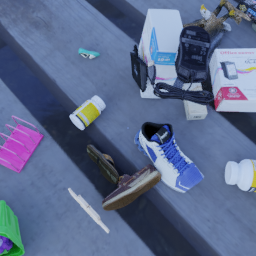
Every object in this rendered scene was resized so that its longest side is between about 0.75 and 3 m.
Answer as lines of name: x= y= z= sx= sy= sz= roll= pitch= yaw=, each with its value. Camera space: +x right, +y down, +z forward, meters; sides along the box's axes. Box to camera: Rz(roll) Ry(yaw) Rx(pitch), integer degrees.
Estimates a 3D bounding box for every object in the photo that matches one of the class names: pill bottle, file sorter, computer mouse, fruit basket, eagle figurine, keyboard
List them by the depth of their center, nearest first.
fruit basket: x=-4.626 y=3.860 z=8.202 sx=2.967 sy=2.140 sz=2.967 roll=-2 pitch=47 yaw=2
computer mouse: x=1.535 y=-1.930 z=8.538 sx=1.956 sy=0.641 sz=2.785 roll=6 pitch=68 yaw=-5
pill bottle: x=4.424 y=1.661 z=9.629 sx=1.940 sy=1.087 sz=1.087 roll=7 pitch=65 yaw=4
file sorter: x=-4.122 y=0.553 z=10.193 sx=1.144 sy=1.033 sz=1.647 roll=23 pitch=66 yaw=10
keyboard: x=0.402 y=-2.395 z=10.694 sx=0.317 sy=1.484 sz=2.472 roll=-9 pitch=25 yaw=-5
pill bottle: x=-1.546 y=-0.618 z=10.912 sx=0.755 sy=0.755 sz=1.322 roll=40 pitch=71 yaw=17
eagle figurine: x=3.362 y=-4.496 z=12.422 sx=2.970 sy=2.241 sz=2.253 roll=-38 pitch=22 yaw=14

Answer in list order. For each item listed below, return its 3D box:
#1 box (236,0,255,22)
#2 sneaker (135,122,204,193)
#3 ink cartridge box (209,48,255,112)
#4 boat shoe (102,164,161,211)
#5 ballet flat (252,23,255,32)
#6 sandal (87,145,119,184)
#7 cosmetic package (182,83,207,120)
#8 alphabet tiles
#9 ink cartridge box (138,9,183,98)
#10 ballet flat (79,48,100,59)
box: x=6.426 y=-5.559 z=13.192 sx=1.992 sy=0.495 sz=1.977 roll=43 pitch=55 yaw=17
sneaker: x=1.312 y=0.846 z=9.686 sx=1.185 sy=1.694 sz=2.932 roll=-38 pitch=70 yaw=-15
ink cartridge box: x=4.428 y=-1.952 z=11.385 sx=1.828 sy=1.061 sz=2.477 roll=0 pitch=66 yaw=0
boat shoe: x=0.027 y=1.995 z=9.695 sx=2.291 sy=0.826 sz=0.825 roll=-31 pitch=56 yaw=-14
ballet flat: x=6.230 y=-4.474 z=12.931 sx=0.479 sy=0.453 sz=1.421 roll=-14 pitch=65 yaw=-7
sandal: x=-0.842 y=1.232 z=10.171 sx=0.483 sy=0.723 sz=1.769 roll=-26 pitch=58 yaw=-35
cosmetic package: x=2.656 y=-1.071 z=11.260 sx=0.742 sy=0.524 sz=1.433 roll=-5 pitch=65 yaw=-2
alphabet tiles: x=-1.136 y=2.454 z=8.324 sx=1.673 sy=1.711 sz=0.125 roll=42 pitch=70 yaw=13
ink cartridge box: x=1.165 y=-2.708 z=10.716 sx=1.187 sy=2.805 sz=2.027 roll=-2 pitch=63 yaw=-9
ballet flat: x=-1.733 y=-3.272 z=12.466 sx=1.012 sy=0.341 sz=0.356 roll=16 pitch=90 yaw=8
